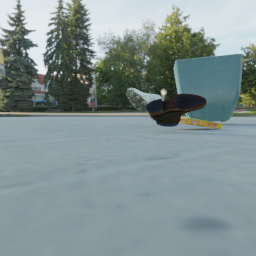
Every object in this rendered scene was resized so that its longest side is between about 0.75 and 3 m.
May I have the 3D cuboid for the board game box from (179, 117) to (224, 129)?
[{"bbox_3d":[1.958,-0.155,7.943,1.511,0.227,0.722,4,5,-32],"label":"board game box"}]

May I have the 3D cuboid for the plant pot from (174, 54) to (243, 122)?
[{"bbox_3d":[3.330,-1.542,11.954,2.543,2.598,2.550,-4,4,8],"label":"plant pot"}]

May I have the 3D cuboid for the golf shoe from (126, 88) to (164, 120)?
[{"bbox_3d":[0.828,-0.997,10.597,1.878,0.913,0.735,37,-32,0],"label":"golf shoe"}]

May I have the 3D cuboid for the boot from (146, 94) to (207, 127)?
[{"bbox_3d":[1.155,-0.390,6.466,1.352,0.505,0.655,-4,-36,22],"label":"boot"}]
